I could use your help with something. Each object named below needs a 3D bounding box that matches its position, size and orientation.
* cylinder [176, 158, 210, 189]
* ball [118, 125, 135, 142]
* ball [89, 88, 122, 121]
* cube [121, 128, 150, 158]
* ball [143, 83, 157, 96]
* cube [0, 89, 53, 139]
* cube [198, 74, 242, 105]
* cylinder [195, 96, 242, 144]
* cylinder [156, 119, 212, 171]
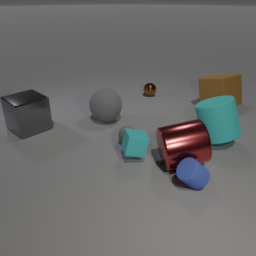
[{"bbox_3d":[1.860,1.302,8.006,0.700,0.700,0.700,36,8,-33],"label":"cylinder"},{"bbox_3d":[-0.012,0.249,10.365,0.700,0.700,0.700,0,27,0],"label":"ball"},{"bbox_3d":[-0.947,-0.990,11.959,1.400,1.400,1.400,0,27,0],"label":"ball"},{"bbox_3d":[0.235,0.495,9.285,0.700,0.700,0.700,7,21,-15],"label":"cube"},{"bbox_3d":[1.167,-2.049,14.885,0.700,0.700,0.700,0,27,0],"label":"ball"},{"bbox_3d":[-4.072,-0.604,11.319,1.400,1.400,1.400,-24,36,-38],"label":"cube"},{"bbox_3d":[4.300,-1.722,13.059,1.400,1.400,1.400,-17,17,-34],"label":"cube"},{"bbox_3d":[3.270,-0.310,10.183,1.400,1.400,1.400,-16,13,4],"label":"cylinder"},{"bbox_3d":[1.741,0.529,8.903,1.400,1.400,1.400,-12,28,-3],"label":"cylinder"}]
